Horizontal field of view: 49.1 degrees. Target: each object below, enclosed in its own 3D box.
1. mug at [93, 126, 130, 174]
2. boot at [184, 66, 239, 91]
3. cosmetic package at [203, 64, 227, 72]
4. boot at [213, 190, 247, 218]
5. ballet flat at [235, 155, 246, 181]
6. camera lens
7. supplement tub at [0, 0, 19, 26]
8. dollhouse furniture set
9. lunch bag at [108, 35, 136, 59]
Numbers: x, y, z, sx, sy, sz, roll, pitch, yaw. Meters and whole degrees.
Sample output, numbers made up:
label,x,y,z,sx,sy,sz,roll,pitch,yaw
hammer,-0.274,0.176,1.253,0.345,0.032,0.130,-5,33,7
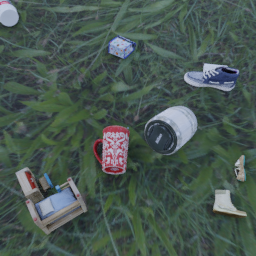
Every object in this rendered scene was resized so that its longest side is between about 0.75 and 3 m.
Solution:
label,x,y,z,sx,sy,sz,roll,pitch,yaw
mug,-0.516,0.824,9.559,0.950,1.264,1.424,20,56,-30
boot,3.370,-2.160,11.331,2.054,0.928,0.747,10,57,6
cosmetic package,3.724,-2.474,11.947,0.973,0.246,0.402,8,57,5
boot,3.184,2.349,8.725,0.995,0.358,0.769,10,57,8
ballet flat,3.769,1.328,9.425,0.316,0.341,0.968,1,52,18
camera lens,1.439,0.051,9.368,1.306,1.306,1.633,35,38,21
supplement tub,-6.025,-5.724,13.628,0.997,0.997,1.421,-29,62,-18
dollhouse furniture set,-2.370,1.828,8.444,1.387,1.379,1.968,-28,61,-17
lunch bag,-0.236,-3.687,12.531,0.891,0.649,1.048,28,48,17
